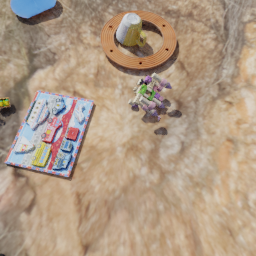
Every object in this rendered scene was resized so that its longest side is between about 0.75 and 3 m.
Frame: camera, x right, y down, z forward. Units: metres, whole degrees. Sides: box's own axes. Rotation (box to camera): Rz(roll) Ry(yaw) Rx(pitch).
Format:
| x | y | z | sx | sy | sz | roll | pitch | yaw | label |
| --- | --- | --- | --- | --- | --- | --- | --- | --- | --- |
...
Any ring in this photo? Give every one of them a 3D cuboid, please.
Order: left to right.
| x | y | z | sx | sy | sz | roll | pitch | yaw | label |
| --- | --- | --- | --- | --- | --- | --- | --- | --- | --- |
| 0.393 | -3.334 | 10.601 | 2.880 | 0.276 | 2.880 | 1 | 64 | -1 | ring |

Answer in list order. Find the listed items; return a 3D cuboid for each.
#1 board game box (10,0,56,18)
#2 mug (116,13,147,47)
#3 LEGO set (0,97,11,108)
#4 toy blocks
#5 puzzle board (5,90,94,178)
| x | y | z | sx | sy | sz | roll | pitch | yaw | label |
| --- | --- | --- | --- | --- | --- | --- | --- | --- | --- |
| -3.835 | -5.146 | 11.589 | 1.899 | 0.370 | 1.501 | -29 | 70 | -8 | board game box |
| 0.202 | -3.673 | 10.380 | 1.158 | 0.951 | 0.927 | 18 | 64 | -5 | mug |
| -5.094 | -1.060 | 8.748 | 2.575 | 0.958 | 1.184 | 22 | 63 | -3 | LEGO set |
| 0.804 | -0.993 | 9.181 | 1.053 | 1.251 | 1.169 | 32 | 75 | -20 | toy blocks |
| -2.420 | 0.061 | 8.866 | 2.054 | 0.237 | 2.726 | 11 | 62 | 6 | puzzle board |
